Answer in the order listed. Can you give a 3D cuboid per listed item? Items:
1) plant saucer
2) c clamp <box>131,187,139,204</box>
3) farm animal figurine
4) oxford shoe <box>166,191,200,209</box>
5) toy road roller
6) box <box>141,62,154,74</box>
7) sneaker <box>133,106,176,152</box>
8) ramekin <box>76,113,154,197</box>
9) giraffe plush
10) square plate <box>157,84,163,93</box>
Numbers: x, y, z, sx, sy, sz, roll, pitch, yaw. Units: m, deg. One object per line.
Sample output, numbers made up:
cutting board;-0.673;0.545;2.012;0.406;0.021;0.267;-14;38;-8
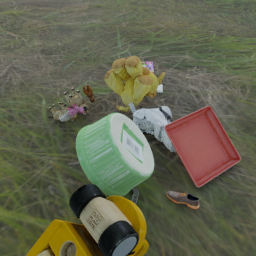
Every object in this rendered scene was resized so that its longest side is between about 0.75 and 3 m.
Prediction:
plant saucer;2.399;0.563;9.190;2.154;0.395;2.150;-23;80;-27
c clamp;-0.195;2.033;8.150;0.959;0.152;1.122;15;37;14
farm animal figurine;-2.181;-0.805;11.464;1.601;0.997;1.983;-4;36;27
oxford shoe;1.598;1.978;8.092;0.991;0.361;0.353;15;39;19
toy road roller;-0.708;2.791;6.287;2.717;1.983;1.670;-50;50;-1
box;0.777;-3.061;14.898;1.136;0.325;1.660;1;37;1
sneaker;0.965;0.039;10.241;1.490;0.974;2.592;-3;32;-3
ramekin;-0.260;0.682;7.929;1.114;2.282;2.282;-33;29;24
giraffe plush;0.543;-1.897;11.911;2.144;2.485;2.015;-1;22;42
square plate;1.293;-1.960;13.609;0.784;0.111;0.776;4;37;5
